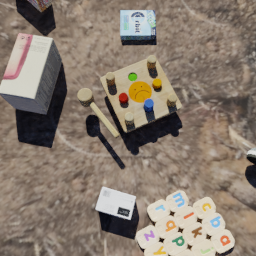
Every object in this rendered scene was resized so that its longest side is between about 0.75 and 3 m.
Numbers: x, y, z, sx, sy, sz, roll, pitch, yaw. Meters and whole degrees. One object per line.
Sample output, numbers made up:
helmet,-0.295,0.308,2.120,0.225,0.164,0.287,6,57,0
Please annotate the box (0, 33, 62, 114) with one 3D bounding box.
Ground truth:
box,-2.997,-1.675,8.837,1.137,1.335,2.088,11,73,3

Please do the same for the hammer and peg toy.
hammer and peg toy,0.027,-0.874,8.775,2.836,1.000,2.086,-24,76,-7

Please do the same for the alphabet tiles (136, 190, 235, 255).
alphabet tiles,1.608,3.136,7.923,2.460,0.184,2.515,-25,74,-7

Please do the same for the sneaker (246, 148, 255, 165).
sneaker,4.813,0.607,8.253,2.455,1.026,1.482,17,78,-3

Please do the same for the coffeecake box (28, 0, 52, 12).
coffeecake box,-3.583,-5.147,9.988,1.597,1.226,0.583,42,77,12

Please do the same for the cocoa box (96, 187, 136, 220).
cocoa box,-0.330,2.157,7.981,1.005,0.659,0.670,15,73,5

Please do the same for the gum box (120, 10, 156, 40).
gum box,0.353,-3.689,10.026,1.259,0.281,1.070,-1,72,0
